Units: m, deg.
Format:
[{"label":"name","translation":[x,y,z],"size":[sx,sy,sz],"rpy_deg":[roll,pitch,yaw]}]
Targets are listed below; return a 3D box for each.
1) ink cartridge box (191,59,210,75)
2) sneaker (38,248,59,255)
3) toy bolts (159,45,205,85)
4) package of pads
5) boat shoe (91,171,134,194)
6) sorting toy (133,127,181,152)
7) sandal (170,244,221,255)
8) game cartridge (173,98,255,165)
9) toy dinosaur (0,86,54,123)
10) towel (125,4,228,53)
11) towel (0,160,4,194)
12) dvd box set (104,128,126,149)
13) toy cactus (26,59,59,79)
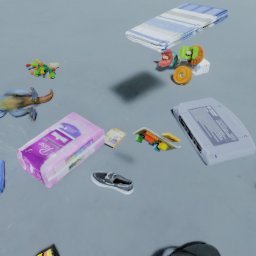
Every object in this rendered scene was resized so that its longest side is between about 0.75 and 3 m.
[{"label":"ink cartridge box","translation":[3.260,-2.743,12.511],"size":[0.755,0.485,0.473],"rpy_deg":[-17,46,-17]},{"label":"sneaker","translation":[-1.694,3.440,5.801],"size":[0.766,0.595,1.702],"rpy_deg":[-24,45,-5]},{"label":"toy bolts","translation":[2.356,-2.766,12.260],"size":[1.837,1.754,1.274],"rpy_deg":[16,11,36]},{"label":"package of pads","translation":[-2.007,0.567,8.606],"size":[1.436,0.902,2.384],"rpy_deg":[27,49,30]},{"label":"boat shoe","translation":[-0.460,1.461,7.964],"size":[1.324,0.449,0.475],"rpy_deg":[19,46,19]},{"label":"sorting toy","translation":[0.508,0.269,5.319],"size":[0.811,1.440,0.196],"rpy_deg":[27,77,-6]},{"label":"sandal","translation":[0.836,3.261,5.821],"size":[2.897,0.693,1.089],"rpy_deg":[-18,46,-19]},{"label":"game cartridge","translation":[2.911,0.009,9.521],"size":[1.844,0.566,2.771],"rpy_deg":[-14,44,-9]},{"label":"toy dinosaur","translation":[-4.624,-0.702,10.254],"size":[2.680,1.551,2.954],"rpy_deg":[-1,5,16]},{"label":"towel","translation":[1.218,-2.640,7.218],"size":[2.246,0.267,1.650],"rpy_deg":[-32,41,-18]},{"label":"towel","translation":[-4.493,1.518,8.017],"size":[1.789,0.213,1.295],"rpy_deg":[-10,42,-15]},{"label":"dvd box set","translation":[-0.500,0.330,9.446],"size":[0.566,0.114,0.773],"rpy_deg":[23,48,23]},{"label":"toy cactus","translation":[-3.641,-2.704,12.404],"size":[1.541,0.788,1.271],"rpy_deg":[19,36,32]}]
